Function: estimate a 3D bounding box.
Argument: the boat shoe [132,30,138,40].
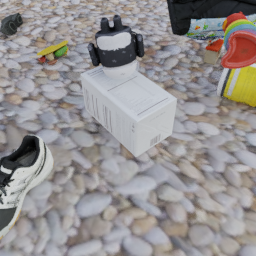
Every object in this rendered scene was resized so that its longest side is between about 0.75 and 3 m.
[{"bbox_3d":[-0.263,-4.068,12.516,1.489,0.550,0.449,7,46,11],"label":"boat shoe"}]

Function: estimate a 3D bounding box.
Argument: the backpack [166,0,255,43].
[{"bbox_3d":[2.560,-3.643,8.021,2.840,2.183,2.317,-9,72,7],"label":"backpack"}]

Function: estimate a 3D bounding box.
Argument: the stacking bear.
[{"bbox_3d":[1.926,-1.606,4.862,0.628,0.671,1.105,6,47,2],"label":"stacking bear"}]

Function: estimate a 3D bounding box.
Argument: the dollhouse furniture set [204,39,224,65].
[{"bbox_3d":[4.342,-2.949,10.885,2.512,1.308,2.539,22,50,20],"label":"dollhouse furniture set"}]

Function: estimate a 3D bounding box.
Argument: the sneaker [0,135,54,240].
[{"bbox_3d":[-2.966,1.353,6.732,1.112,1.288,2.939,16,50,13],"label":"sneaker"}]

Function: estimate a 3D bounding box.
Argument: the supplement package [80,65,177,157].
[{"bbox_3d":[-0.047,-0.724,8.591,1.541,1.484,2.710,-30,53,-26],"label":"supplement package"}]

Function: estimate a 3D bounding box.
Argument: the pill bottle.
[{"bbox_3d":[4.353,-1.383,9.323,2.436,1.364,1.364,21,49,20],"label":"pill bottle"}]

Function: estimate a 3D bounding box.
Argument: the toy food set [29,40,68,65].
[{"bbox_3d":[-3.110,-2.997,11.532,1.068,0.593,1.814,6,38,41],"label":"toy food set"}]

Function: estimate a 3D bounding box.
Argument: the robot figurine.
[{"bbox_3d":[-0.323,-2.175,7.675,1.251,1.664,1.039,12,37,36],"label":"robot figurine"}]

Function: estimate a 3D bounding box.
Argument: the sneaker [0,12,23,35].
[{"bbox_3d":[-5.699,-4.909,13.357,0.822,0.688,1.812,-4,38,10],"label":"sneaker"}]
